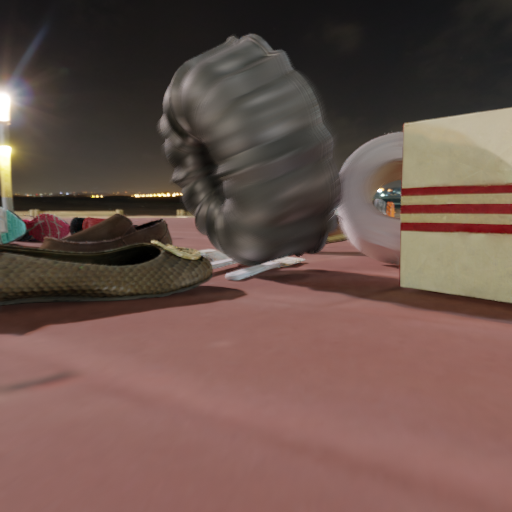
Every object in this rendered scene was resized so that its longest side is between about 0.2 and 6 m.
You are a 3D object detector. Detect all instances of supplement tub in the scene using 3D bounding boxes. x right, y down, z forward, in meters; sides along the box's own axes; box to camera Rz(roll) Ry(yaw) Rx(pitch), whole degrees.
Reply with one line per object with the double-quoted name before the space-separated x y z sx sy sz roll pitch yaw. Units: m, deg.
"supplement tub" 3.541 -1.307 18.373 1.845 1.131 1.131 1 5 21

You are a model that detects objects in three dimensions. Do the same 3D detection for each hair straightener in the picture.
"hair straightener" -3.498 -0.714 14.439 1.161 0.617 3.017 4 6 37

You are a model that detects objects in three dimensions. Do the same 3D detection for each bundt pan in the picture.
"bundt pan" -0.271 -1.112 6.839 1.072 2.856 2.856 -25 15 -23

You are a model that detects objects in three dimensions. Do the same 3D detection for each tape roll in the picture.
"tape roll" 2.095 -0.833 8.106 1.880 1.880 0.657 1 -20 16

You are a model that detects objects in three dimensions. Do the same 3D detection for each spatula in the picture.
"spatula" -0.444 0.116 7.659 1.661 0.192 2.388 8 8 21

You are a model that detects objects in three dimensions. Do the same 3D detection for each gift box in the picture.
"gift box" 2.535 -0.593 5.089 1.908 2.068 1.931 -10 11 -35

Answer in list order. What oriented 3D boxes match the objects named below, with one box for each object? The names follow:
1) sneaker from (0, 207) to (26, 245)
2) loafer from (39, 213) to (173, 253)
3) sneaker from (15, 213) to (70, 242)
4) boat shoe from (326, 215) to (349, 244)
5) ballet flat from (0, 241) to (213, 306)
"sneaker" -6.101 -0.688 12.746 2.469 0.958 1.126 3 2 22
"loafer" -2.155 -0.248 8.182 0.774 0.752 2.119 5 7 44
"sneaker" -5.229 -0.691 13.740 1.760 0.709 0.657 2 3 27
"boat shoe" 1.161 -0.570 10.447 2.137 0.722 0.769 -8 3 17
"ballet flat" -1.611 0.067 5.047 2.835 0.657 0.955 -4 6 -37
